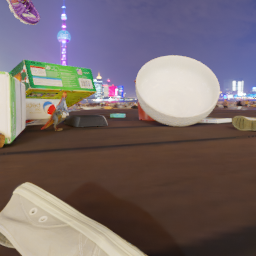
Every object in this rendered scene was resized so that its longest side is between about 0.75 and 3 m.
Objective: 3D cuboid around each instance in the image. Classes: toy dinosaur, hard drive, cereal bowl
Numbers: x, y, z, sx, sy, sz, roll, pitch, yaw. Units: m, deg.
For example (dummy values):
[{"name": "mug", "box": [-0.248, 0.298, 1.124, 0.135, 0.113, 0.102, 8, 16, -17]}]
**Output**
[{"name": "toy dinosaur", "box": [-1.868, -0.442, 7.413, 1.118, 1.015, 0.587, -1, 5, 4]}, {"name": "hard drive", "box": [-1.416, -0.245, 9.109, 1.095, 0.344, 1.624, -2, 5, -27]}, {"name": "cereal bowl", "box": [1.540, -1.084, 9.146, 2.654, 2.654, 1.105, 0, -36, -1]}]

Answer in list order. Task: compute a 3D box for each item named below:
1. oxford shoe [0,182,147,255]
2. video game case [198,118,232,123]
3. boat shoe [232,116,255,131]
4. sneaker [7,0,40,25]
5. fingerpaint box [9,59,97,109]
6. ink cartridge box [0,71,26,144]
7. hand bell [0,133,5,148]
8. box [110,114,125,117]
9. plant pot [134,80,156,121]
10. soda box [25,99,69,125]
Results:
[{"name": "oxford shoe", "box": [-0.157, 0.471, 0.965, 0.960, 0.361, 0.277, 13, 53, 37]}, {"name": "video game case", "box": [3.208, -0.306, 11.089, 1.286, 0.162, 1.412, 4, 5, 41]}, {"name": "boat shoe", "box": [3.232, -0.092, 7.381, 0.351, 0.383, 1.026, 4, 10, -28]}, {"name": "sneaker", "box": [-2.564, -3.081, 6.641, 0.592, 0.572, 1.419, 12, -28, 35]}, {"name": "fingerpaint box", "box": [-2.913, -1.356, 9.873, 2.289, 1.006, 2.744, -22, -11, 39]}, {"name": "ink cartridge box", "box": [-3.293, -0.417, 5.631, 2.143, 1.238, 2.946, -1, 5, -15]}, {"name": "hand bell", "box": [-2.834, -0.150, 3.350, 1.431, 1.431, 2.747, 4, -10, 44]}, {"name": "box", "box": [-0.562, -0.694, 15.590, 0.793, 0.195, 0.326, 1, 5, 12]}, {"name": "plant pot", "box": [1.164, -1.237, 12.570, 1.819, 1.769, 1.819, 0, 4, 0]}, {"name": "soda box", "box": [-3.063, -0.515, 9.181, 0.750, 0.701, 2.202, -21, -10, 38]}]
